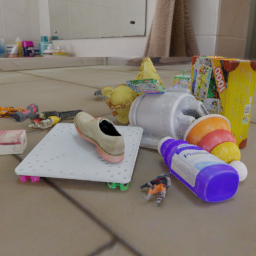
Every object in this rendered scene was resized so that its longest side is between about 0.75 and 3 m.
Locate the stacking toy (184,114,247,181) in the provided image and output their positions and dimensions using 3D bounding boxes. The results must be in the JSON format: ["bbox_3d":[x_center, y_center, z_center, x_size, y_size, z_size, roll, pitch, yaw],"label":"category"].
[{"bbox_3d":[2.454,0.683,7.403,1.422,1.422,1.946,-5,38,-15],"label":"stacking toy"}]

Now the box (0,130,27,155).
[{"bbox_3d":[-3.731,0.434,8.612,1.057,0.576,0.676,-3,18,-8],"label":"box"}]

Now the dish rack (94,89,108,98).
[{"bbox_3d":[-0.936,-1.867,15.783,1.944,0.530,1.491,-3,17,-3],"label":"dish rack"}]

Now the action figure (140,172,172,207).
[{"bbox_3d":[0.633,1.354,6.173,0.859,0.449,0.831,-32,1,33],"label":"action figure"}]

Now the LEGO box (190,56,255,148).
[{"bbox_3d":[2.971,-0.911,9.215,1.060,2.747,2.046,-5,18,-18],"label":"LEGO box"}]

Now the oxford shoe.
[{"bbox_3d":[-0.743,0.002,7.483,0.778,0.811,2.197,-14,37,-38],"label":"oxford shoe"}]

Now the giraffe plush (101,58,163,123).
[{"bbox_3d":[0.270,-1.261,10.756,2.147,2.285,2.648,-25,2,14],"label":"giraffe plush"}]

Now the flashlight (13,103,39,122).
[{"bbox_3d":[-4.459,-0.695,12.209,0.485,0.487,1.434,4,18,14],"label":"flashlight"}]

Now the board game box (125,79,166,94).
[{"bbox_3d":[0.553,-1.296,8.829,1.084,0.158,0.729,4,-18,43],"label":"board game box"}]

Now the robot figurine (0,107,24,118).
[{"bbox_3d":[-5.207,-0.713,12.427,1.289,0.375,0.934,1,20,2],"label":"robot figurine"}]

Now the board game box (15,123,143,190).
[{"bbox_3d":[-1.131,0.657,7.776,2.822,0.365,2.822,3,26,9],"label":"board game box"}]

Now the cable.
[{"bbox_3d":[-2.961,-0.356,11.558,1.293,0.670,2.662,-9,1,26],"label":"cable"}]

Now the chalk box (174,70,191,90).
[{"bbox_3d":[3.233,-2.660,16.541,0.924,1.492,0.928,8,20,23],"label":"chalk box"}]

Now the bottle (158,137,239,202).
[{"bbox_3d":[1.541,0.873,6.894,1.033,0.807,2.472,-2,18,-21],"label":"bottle"}]

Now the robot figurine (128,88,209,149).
[{"bbox_3d":[1.182,-0.369,9.142,2.845,1.606,2.413,7,56,45],"label":"robot figurine"}]
